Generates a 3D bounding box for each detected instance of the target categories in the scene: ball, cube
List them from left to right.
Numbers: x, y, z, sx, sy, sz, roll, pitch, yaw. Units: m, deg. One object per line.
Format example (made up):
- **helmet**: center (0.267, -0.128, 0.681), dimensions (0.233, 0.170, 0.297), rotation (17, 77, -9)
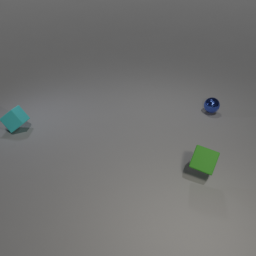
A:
- **cube**: center (-4.546, -0.370, 11.270), dimensions (0.700, 0.700, 0.700), rotation (-34, 15, 15)
- **cube**: center (2.312, 0.981, 8.473), dimensions (0.700, 0.700, 0.700), rotation (20, -4, 19)
- **ball**: center (3.764, -1.023, 12.577), dimensions (0.700, 0.700, 0.700), rotation (0, 31, 0)
